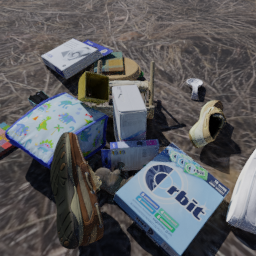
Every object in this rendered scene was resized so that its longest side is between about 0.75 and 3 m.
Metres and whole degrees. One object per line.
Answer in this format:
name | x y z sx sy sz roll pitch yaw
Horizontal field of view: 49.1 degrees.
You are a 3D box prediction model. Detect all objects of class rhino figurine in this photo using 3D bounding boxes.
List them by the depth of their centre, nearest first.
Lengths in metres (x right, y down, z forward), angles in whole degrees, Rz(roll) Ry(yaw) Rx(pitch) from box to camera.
rhino figurine | -0.411 1.480 8.178 2.139 0.640 0.935 15 55 14

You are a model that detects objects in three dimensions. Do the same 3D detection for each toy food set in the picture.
toy food set | -0.526 -2.577 12.913 2.444 0.595 2.419 15 43 18

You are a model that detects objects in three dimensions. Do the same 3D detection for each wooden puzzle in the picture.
wooden puzzle | -4.506 0.419 9.777 1.316 0.156 2.219 27 48 28

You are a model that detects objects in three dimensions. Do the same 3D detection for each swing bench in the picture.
swing bench | -0.119 -1.285 10.715 2.206 1.439 2.218 3 63 2

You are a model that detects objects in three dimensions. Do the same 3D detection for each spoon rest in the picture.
spoon rest | 2.900 -1.795 12.148 0.698 0.426 1.404 6 42 7

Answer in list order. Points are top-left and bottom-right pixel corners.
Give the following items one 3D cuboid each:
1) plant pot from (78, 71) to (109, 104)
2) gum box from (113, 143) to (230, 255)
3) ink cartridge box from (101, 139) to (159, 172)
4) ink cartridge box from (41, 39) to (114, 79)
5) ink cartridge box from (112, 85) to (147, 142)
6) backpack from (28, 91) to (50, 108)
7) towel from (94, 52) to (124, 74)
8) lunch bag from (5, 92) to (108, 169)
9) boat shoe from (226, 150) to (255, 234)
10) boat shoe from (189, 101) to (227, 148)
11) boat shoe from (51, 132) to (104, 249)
plant pot | -1.208 -1.224 9.190 0.871 0.896 0.876 7 76 -34
gum box | 1.200 1.808 7.502 2.100 0.551 2.472 40 53 19
ink cartridge box | 0.058 0.859 8.586 1.740 1.038 0.365 -5 41 -6
ink cartridge box | -2.472 -3.565 13.413 2.688 0.546 2.682 -35 42 -19
ink cartridge box | 0.027 -0.154 9.006 0.838 2.024 1.475 -7 41 -8
backpack | -3.434 -1.011 11.063 0.732 0.639 0.833 -34 40 -31
towel | -0.877 -2.984 12.842 1.349 0.200 1.839 -4 40 -2
lunch bag | -2.218 0.181 8.958 2.142 1.605 2.519 27 37 28
boat shoe | 3.639 1.614 7.793 0.983 1.034 2.871 27 46 15
boat shoe | 2.964 -0.209 9.733 0.820 0.914 2.470 -18 26 45
boat shoe | -1.253 1.497 7.060 1.058 1.084 2.864 8 58 -34
